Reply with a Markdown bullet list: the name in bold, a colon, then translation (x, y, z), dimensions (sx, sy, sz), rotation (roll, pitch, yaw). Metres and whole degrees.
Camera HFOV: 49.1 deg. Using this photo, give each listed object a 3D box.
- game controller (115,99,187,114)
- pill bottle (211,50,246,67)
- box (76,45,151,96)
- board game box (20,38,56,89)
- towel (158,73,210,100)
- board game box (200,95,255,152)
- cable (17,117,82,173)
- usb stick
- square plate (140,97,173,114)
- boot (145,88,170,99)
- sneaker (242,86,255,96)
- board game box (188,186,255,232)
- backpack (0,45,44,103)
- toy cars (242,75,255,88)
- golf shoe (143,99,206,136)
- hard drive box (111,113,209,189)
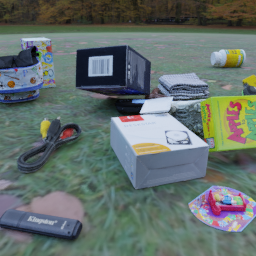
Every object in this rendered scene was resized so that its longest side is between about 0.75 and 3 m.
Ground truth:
- **game controller**: translation (0.888, -0.849, 10.082), dimensions (2.680, 0.564, 1.398), rotation (1, 23, 2)
- **pill bottle**: translation (6.364, -4.453, 17.902), dimensions (1.930, 1.088, 1.088), rotation (-2, 23, -6)
- **box**: translation (-0.428, -2.006, 10.416), dimensions (1.977, 1.394, 2.672), rotation (1, 0, 23)
- **board game box**: translation (-4.224, -3.043, 13.166), dimensions (1.123, 2.180, 1.143), rotation (-14, 27, -30)
- **towel**: translation (2.367, -1.796, 12.004), dimensions (1.874, 0.802, 1.552), rotation (-5, 24, -12)
- **board game box**: translation (3.107, -0.132, 6.901), dimensions (2.489, 1.264, 0.593), rotation (-4, -6, -13)
- **cable**: translation (-1.991, 0.467, 7.406), dimensions (1.198, 0.621, 2.466), rotation (16, 35, -5)
- **usb stick**: translation (-1.475, 1.609, 4.698), dimensions (1.409, 0.230, 0.391), rotation (5, 23, 12)
- **square plate**: translation (0.818, -0.615, 7.844), dimensions (0.829, 0.119, 0.837), rotation (-6, 28, 20)
- **boot**: translation (1.397, -1.286, 11.363), dimensions (1.108, 0.356, 1.032), rotation (15, 40, 38)
- **sneaker**: translation (5.122, -1.068, 9.801), dimensions (1.072, 1.170, 2.792), rotation (-6, 24, -15)
- **board game box**: translation (1.820, 1.372, 5.226), dimensions (1.317, 0.256, 1.040), rotation (-20, 30, -39)
- **backpack**: translation (-4.555, -2.064, 11.148), dimensions (2.610, 2.010, 2.486), rotation (-17, 21, -20)
- **toy cars**: translation (5.949, -1.369, 11.188), dimensions (2.777, 0.615, 1.245), rotation (15, 62, 28)
- **golf shoe**: translation (1.927, -0.461, 8.595), dimensions (2.870, 1.124, 1.395), rotation (6, 18, 10)
- **hard drive box**: translation (0.619, 0.422, 6.739), dimensions (1.673, 0.824, 2.146), rotation (-6, 23, -16)
